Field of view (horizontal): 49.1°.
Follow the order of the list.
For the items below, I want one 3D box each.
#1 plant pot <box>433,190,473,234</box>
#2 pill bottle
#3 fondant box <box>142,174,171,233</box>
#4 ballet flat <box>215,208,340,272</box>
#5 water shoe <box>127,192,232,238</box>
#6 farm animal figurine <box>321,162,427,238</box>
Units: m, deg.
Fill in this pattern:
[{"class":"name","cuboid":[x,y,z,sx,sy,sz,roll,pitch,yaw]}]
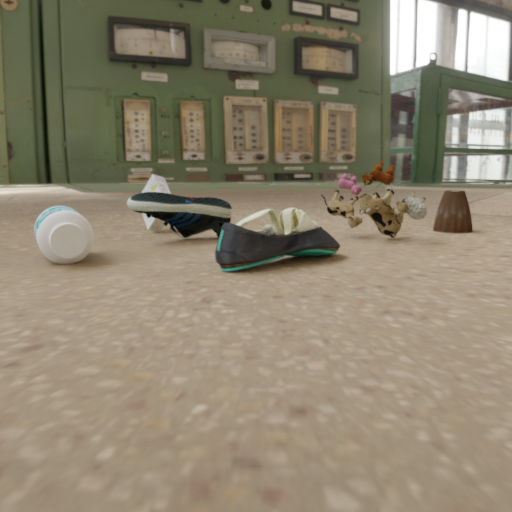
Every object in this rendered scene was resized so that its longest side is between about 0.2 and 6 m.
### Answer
[{"class":"plant pot","cuboid":[4.748,-1.074,13.472,0.920,0.984,0.920,0,9,0]},{"class":"pill bottle","cuboid":[-3.218,-0.349,9.382,0.880,0.880,1.589,-4,11,-24]},{"class":"fondant box","cuboid":[-2.389,-1.257,13.364,0.342,0.847,1.175,14,35,-39]},{"class":"ballet flat","cuboid":[0.429,-0.334,9.141,2.621,0.957,0.957,-8,12,-41]},{"class":"water shoe","cuboid":[-1.591,-0.779,11.791,2.251,0.888,0.805,4,23,-20]},{"class":"farm animal figurine","cuboid":[2.436,-1.016,11.899,1.765,0.930,1.785,37,-34,-10]}]
